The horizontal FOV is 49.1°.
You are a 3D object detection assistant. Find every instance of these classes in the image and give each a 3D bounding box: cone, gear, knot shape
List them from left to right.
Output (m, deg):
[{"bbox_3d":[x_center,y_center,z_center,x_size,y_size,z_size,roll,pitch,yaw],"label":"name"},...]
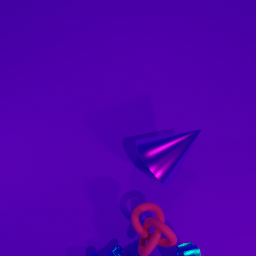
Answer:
[{"bbox_3d":[0.480,2.285,6.082,1.117,0.516,1.045,39,111,41],"label":"knot shape"},{"bbox_3d":[1.174,0.454,6.770,1.424,1.419,1.419,-37,71,13],"label":"cone"},{"bbox_3d":[1.446,3.321,5.693,0.339,1.834,1.834,-13,69,-6],"label":"gear"}]

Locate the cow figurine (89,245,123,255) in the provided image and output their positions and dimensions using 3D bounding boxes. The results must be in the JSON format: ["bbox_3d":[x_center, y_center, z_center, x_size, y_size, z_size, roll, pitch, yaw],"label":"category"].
[{"bbox_3d":[-0.433,3.207,6.456,1.013,0.556,0.997,43,94,-8],"label":"cow figurine"}]
